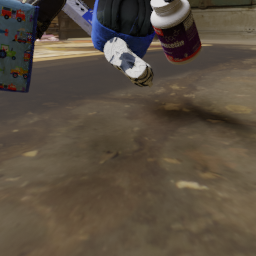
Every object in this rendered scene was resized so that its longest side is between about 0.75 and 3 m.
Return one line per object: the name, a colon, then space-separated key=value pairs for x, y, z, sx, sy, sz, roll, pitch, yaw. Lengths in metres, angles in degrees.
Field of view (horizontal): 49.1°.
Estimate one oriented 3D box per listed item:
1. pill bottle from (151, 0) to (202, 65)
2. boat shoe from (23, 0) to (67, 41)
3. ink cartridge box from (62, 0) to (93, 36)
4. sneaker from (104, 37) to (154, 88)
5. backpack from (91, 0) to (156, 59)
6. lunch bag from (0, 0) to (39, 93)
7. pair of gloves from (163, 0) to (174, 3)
pill bottle: x=1.289 y=-2.708 z=7.603 sx=1.062 sy=1.889 sz=1.062 roll=-16 pitch=49 yaw=20
boat shoe: x=-2.470 y=-2.661 z=7.215 sx=2.556 sy=0.828 sz=0.936 roll=-27 pitch=-25 yaw=31
ink cartridge box: x=-1.719 y=-4.271 z=10.486 sx=0.402 sy=1.816 sz=0.854 roll=-36 pitch=20 yaw=42
sneaker: x=0.084 y=-1.404 z=6.382 sx=1.444 sy=0.576 sz=0.940 roll=41 pitch=2 yaw=32
backpack: x=-0.038 y=-3.440 z=9.066 sx=2.143 sy=2.213 sz=2.637 roll=9 pitch=62 yaw=-6
lunch bag: x=-2.709 y=-1.598 z=5.694 sx=1.452 sy=1.928 sz=0.907 roll=5 pitch=1 yaw=-30
pair of gloves: x=1.152 y=-2.947 z=5.762 sx=0.825 sy=0.114 sz=0.926 roll=-9 pitch=47 yaw=49
